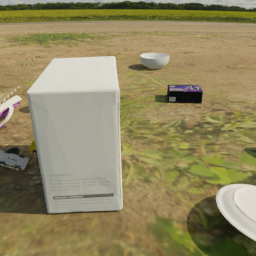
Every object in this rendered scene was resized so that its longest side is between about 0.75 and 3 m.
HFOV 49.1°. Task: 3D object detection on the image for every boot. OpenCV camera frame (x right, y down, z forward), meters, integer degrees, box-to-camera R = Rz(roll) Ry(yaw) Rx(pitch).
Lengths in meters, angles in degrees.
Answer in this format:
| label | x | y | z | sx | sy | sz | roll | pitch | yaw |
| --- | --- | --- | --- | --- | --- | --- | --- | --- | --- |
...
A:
| label | x | y | z | sx | sy | sz | roll | pitch | yaw |
| --- | --- | --- | --- | --- | --- | --- | --- | --- | --- |
| boot | -3.790 | 0.798 | 8.316 | 0.632 | 0.328 | 0.968 | 8 | 25 | 27 |

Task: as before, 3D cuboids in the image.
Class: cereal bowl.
| label | x | y | z | sx | sy | sz | roll | pitch | yaw |
| --- | --- | --- | --- | --- | --- | --- | --- | --- | --- |
| cereal bowl | 1.708 | -4.307 | 18.117 | 1.877 | 0.782 | 1.877 | 1 | 26 | 0 |

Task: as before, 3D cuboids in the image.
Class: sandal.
| label | x | y | z | sx | sy | sz | roll | pitch | yaw |
| --- | --- | --- | --- | --- | --- | --- | --- | --- | --- |
| sandal | -4.551 | -0.361 | 10.135 | 1.114 | 0.673 | 2.737 | -38 | 17 | 33 |

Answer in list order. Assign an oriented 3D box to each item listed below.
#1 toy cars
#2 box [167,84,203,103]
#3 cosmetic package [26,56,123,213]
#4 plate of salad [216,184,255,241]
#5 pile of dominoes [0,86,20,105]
| label | x | y | z | sx | sy | sz | roll | pitch | yaw |
| --- | --- | --- | --- | --- | --- | --- | --- | --- | --- |
| toy cars | -2.879 | 0.830 | 8.122 | 1.725 | 0.382 | 0.773 | -19 | 63 | -29 |
| box | 2.577 | -1.583 | 12.836 | 1.499 | 0.591 | 1.058 | 2 | 24 | 4 |
| cosmetic package | -1.087 | -0.025 | 6.975 | 1.804 | 2.935 | 2.925 | -1 | 26 | -4 |
| plate of salad | 2.942 | 1.890 | 5.824 | 2.259 | 0.543 | 2.259 | 9 | 20 | -4 |
| pile of dominoes | -5.322 | -0.599 | 10.625 | 2.178 | 0.445 | 2.795 | -23 | 24 | 12 |
